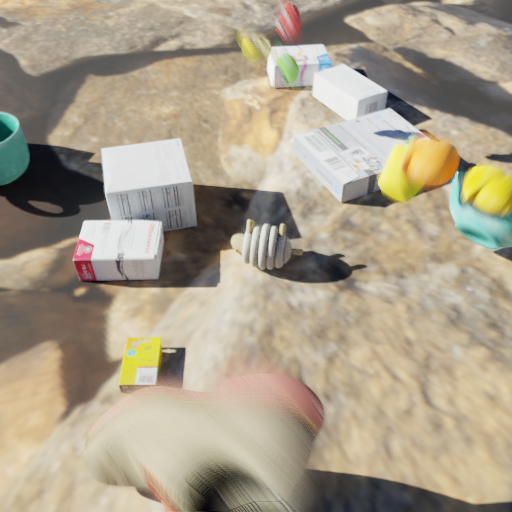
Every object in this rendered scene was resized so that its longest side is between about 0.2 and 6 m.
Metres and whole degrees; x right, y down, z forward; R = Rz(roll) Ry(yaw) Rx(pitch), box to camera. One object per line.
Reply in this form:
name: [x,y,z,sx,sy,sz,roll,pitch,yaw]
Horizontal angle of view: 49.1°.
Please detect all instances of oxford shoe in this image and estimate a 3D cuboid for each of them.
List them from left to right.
oxford shoe: [-0.768,1.868,5.203,2.853,1.005,1.067,-24,22,32]

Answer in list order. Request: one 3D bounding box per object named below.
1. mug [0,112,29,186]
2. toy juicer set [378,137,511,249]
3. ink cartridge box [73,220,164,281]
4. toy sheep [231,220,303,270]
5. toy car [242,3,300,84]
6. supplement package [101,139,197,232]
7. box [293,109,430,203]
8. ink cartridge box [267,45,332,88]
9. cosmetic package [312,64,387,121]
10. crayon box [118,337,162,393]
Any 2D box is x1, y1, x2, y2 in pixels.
mug: [-4.781,-1.733,9.858,1.265,0.952,1.539,20,48,18]
toy juicer set: [3.210,-0.646,7.256,3.228,2.054,0.878,34,87,7]
ink cartridge box: [-2.041,-0.089,8.490,1.206,0.503,0.876,0,44,0]
toy sheep: [0.159,-0.145,8.403,1.095,0.755,0.755,8,45,9]
toy car: [0.466,-3.481,9.609,1.260,1.186,0.281,-43,43,-10]
supplement package: [-1.760,-1.119,9.203,1.327,0.976,1.269,-10,45,-10]
box: [2.065,-1.930,10.415,2.223,0.458,1.733,-20,48,-18]
ink cartridge box: [0.962,-4.339,12.800,1.335,0.565,0.965,-6,45,-4]
cosmetic package: [1.956,-3.438,11.866,0.837,0.602,1.484,-22,47,-22]
crayon box: [-1.465,1.391,7.202,0.473,0.189,0.745,0,45,0]
